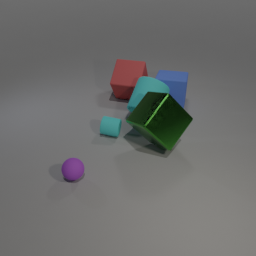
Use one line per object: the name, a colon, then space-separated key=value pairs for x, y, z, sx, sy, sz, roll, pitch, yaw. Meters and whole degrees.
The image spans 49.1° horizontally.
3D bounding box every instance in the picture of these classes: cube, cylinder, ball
cube: x=0.098 y=-2.262 z=13.374 sx=1.400 sy=1.400 sz=1.400 roll=9 pitch=69 yaw=14
cube: x=1.070 y=-0.282 z=9.739 sx=1.400 sy=1.400 sz=1.400 roll=-53 pitch=26 yaw=-8
cylinder: x=-0.664 y=-0.062 z=10.843 sx=0.700 sy=0.700 sz=0.700 roll=12 pitch=33 yaw=7
cube: x=2.000 y=-1.793 z=13.052 sx=1.400 sy=1.400 sz=1.400 roll=7 pitch=29 yaw=12
ball: x=-1.704 y=1.270 z=8.675 sx=0.700 sy=0.700 sz=0.700 roll=0 pitch=31 yaw=0
cylinder: x=0.844 y=-1.203 z=11.668 sx=1.400 sy=1.400 sz=1.400 roll=18 pitch=80 yaw=26
